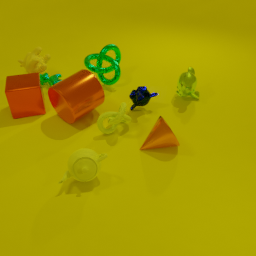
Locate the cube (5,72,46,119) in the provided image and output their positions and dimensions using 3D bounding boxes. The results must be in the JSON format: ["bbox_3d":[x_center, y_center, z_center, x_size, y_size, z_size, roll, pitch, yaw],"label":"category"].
[{"bbox_3d":[-3.410,-1.099,9.374,1.067,1.067,1.067,-10,39,-13],"label":"cube"}]

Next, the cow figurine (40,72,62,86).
[{"bbox_3d":[-2.971,-1.803,10.788,0.910,0.508,0.925,-13,45,-19],"label":"cow figurine"}]

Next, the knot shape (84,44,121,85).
[{"bbox_3d":[-0.812,-2.325,10.651,1.518,1.421,0.702,-24,4,-9],"label":"knot shape"}]

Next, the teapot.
[{"bbox_3d":[-1.101,0.966,6.857,1.352,0.841,0.662,-28,14,-4],"label":"teapot"}]

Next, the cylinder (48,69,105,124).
[{"bbox_3d":[-1.638,-1.012,8.936,1.307,1.307,1.307,31,55,34],"label":"cylinder"}]

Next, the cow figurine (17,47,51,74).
[{"bbox_3d":[-3.664,-2.438,10.762,1.470,0.820,1.494,-30,41,27],"label":"cow figurine"}]

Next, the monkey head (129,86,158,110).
[{"bbox_3d":[0.455,-0.962,9.313,1.087,0.655,0.782,-30,36,11],"label":"monkey head"}]

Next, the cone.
[{"bbox_3d":[0.763,0.348,7.984,1.031,1.027,1.027,-32,42,2],"label":"cone"}]

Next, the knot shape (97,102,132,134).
[{"bbox_3d":[-0.328,-0.327,8.419,1.133,1.060,0.524,-20,70,-39],"label":"knot shape"}]

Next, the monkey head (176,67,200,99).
[{"bbox_3d":[2.224,-1.515,9.978,1.012,0.847,1.406,22,47,-3],"label":"monkey head"}]
